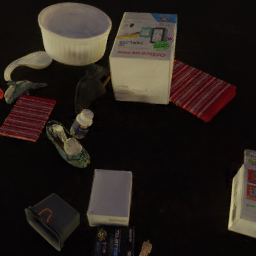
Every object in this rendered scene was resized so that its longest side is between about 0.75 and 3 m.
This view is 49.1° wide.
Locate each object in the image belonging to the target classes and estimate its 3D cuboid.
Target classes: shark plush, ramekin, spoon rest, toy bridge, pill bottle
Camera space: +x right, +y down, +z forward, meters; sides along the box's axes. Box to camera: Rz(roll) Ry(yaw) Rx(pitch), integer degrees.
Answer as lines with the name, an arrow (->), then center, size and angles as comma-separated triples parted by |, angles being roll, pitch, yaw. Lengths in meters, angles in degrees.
shark plush -> -4.002, -1.438, 10.941 | 1.653, 0.751, 0.688 | -17, 70, -40
ramekin -> -2.274, -4.027, 12.107 | 2.978, 1.452, 2.978 | 6, 48, -7
spoon rest -> -4.149, -2.660, 11.701 | 1.084, 0.661, 2.181 | 36, 59, 27
toy bridge -> 0.210, 3.437, 6.528 | 0.234, 0.578, 1.721 | 15, 52, 14
pill bottle -> -1.490, -0.143, 9.185 | 0.530, 0.956, 0.530 | 21, 39, -17

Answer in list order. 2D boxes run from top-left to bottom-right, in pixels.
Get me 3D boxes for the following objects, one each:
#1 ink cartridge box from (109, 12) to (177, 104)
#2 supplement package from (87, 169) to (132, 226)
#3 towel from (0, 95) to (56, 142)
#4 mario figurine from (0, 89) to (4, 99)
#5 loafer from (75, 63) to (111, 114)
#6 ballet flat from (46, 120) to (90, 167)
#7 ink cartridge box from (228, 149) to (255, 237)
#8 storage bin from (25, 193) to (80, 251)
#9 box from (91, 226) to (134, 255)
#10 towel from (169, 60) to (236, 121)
ink cartridge box -> 0.662, -2.610, 10.425 | 2.052, 2.042, 2.797 | 6, 52, 9
supplement package -> -0.458, 1.929, 7.694 | 1.062, 0.756, 1.364 | 3, 50, 3
towel -> -3.556, -0.405, 10.058 | 1.411, 0.219, 1.952 | 10, 52, 6
mario figurine -> -5.109, -1.308, 10.836 | 0.822, 0.436, 0.507 | 19, 87, 29
loafer -> -1.301, -1.526, 10.570 | 0.943, 0.950, 2.610 | 12, 51, 5
ballet flat -> -1.993, 0.456, 8.994 | 2.062, 0.765, 0.765 | 37, 59, 27
ink cartridge box -> 4.115, 1.904, 7.452 | 2.412, 1.011, 2.117 | 14, 56, 11
storage bin -> -1.919, 2.330, 7.335 | 1.292, 0.941, 0.868 | 30, 45, 23
box -> -0.369, 2.998, 7.043 | 1.037, 0.260, 1.045 | -1, 45, 5
towel -> 2.446, -1.525, 10.949 | 2.943, 0.331, 2.128 | 34, 59, 28
